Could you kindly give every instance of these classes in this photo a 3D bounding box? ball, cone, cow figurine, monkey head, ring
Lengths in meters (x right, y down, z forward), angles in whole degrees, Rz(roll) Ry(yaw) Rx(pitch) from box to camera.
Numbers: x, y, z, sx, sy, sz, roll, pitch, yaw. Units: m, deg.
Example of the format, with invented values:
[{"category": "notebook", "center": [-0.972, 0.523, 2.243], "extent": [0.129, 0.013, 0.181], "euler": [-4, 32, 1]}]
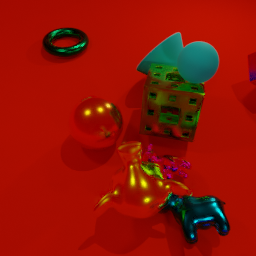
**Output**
[{"category": "ball", "center": [1.590, -1.489, 6.398], "extent": [0.933, 0.933, 0.933], "euler": [0, 52, 0]}, {"category": "ball", "center": [-0.803, -0.124, 7.088], "extent": [1.382, 1.382, 1.382], "euler": [0, 52, 0]}, {"category": "cone", "center": [1.376, -1.584, 8.173], "extent": [1.622, 1.622, 1.628], "euler": [-37, 88, -25]}, {"category": "cow figurine", "center": [1.295, 1.663, 6.004], "extent": [1.510, 0.829, 1.486], "euler": [-17, 59, 6]}, {"category": "cow figurine", "center": [0.880, 0.825, 6.836], "extent": [1.091, 0.599, 1.073], "euler": [7, 18, -30]}, {"category": "monkey head", "center": [0.187, 1.068, 5.522], "extent": [1.963, 1.412, 1.183], "euler": [-13, 38, 0]}, {"category": "ring", "center": [-2.223, -3.089, 10.003], "extent": [1.660, 0.332, 1.660], "euler": [1, 48, -1]}]

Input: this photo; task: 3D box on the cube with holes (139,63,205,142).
[{"category": "cube with holes", "center": [1.135, -0.688, 7.288], "extent": [1.390, 1.390, 1.390], "euler": [9, 36, 7]}]

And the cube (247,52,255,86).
[{"category": "cube", "center": [4.190, -1.759, 8.230], "extent": [0.916, 0.916, 0.916], "euler": [14, 71, -36]}]
